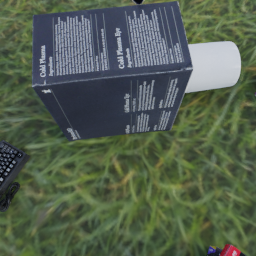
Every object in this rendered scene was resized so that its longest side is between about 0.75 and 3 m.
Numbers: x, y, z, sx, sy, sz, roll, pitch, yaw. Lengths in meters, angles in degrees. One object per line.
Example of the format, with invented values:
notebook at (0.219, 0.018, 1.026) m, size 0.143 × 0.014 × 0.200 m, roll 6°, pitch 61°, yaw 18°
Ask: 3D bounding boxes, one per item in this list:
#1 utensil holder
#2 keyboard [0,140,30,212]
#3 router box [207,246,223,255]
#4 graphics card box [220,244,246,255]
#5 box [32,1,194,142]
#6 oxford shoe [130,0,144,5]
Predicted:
utensil holder at (1.964, -1.599, 7.344) m, size 1.492 × 1.268 × 1.268 m, roll -8°, pitch 69°, yaw -6°
keyboard at (-3.223, 1.398, 6.712) m, size 1.251 × 0.267 × 2.083 m, roll 28°, pitch 72°, yaw 10°
router box at (2.447, 3.669, 5.660) m, size 2.126 × 0.555 × 1.672 m, roll 23°, pitch 71°, yaw 8°
graphics card box at (2.422, 3.269, 5.249) m, size 1.888 × 0.480 × 1.185 m, roll 33°, pitch 72°, yaw 13°
box at (-0.309, -1.000, 6.160) m, size 2.713 × 2.979 × 1.551 m, roll -7°, pitch 69°, yaw -3°
oxford shoe at (0.043, -3.739, 5.662) m, size 0.904 × 2.566 × 0.960 m, roll -22°, pitch 60°, yaw 3°
